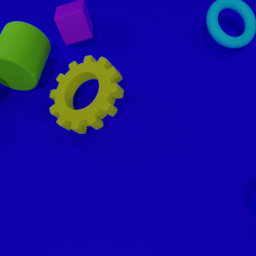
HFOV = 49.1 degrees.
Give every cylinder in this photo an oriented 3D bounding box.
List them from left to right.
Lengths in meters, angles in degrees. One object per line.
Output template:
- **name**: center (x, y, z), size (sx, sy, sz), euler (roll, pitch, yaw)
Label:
- **cylinder**: center (-2.994, -1.968, 7.766), size (1.348, 1.348, 1.348), euler (8, 62, 4)

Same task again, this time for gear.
- **gear**: center (-1.096, -0.877, 7.187), size (2.003, 0.370, 2.003), euler (-10, 67, 23)

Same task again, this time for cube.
- **cube**: center (-1.603, -3.177, 8.415), size (0.869, 0.869, 0.869), euler (-13, 44, 7)

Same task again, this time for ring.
- **ring**: center (3.013, -3.066, 8.148), size (1.548, 0.310, 1.548), euler (2, 81, -12)

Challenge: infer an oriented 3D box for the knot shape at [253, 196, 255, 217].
- **knot shape**: center (3.365, 1.631, 5.760), size (1.490, 1.592, 0.736), euler (1, 62, 10)
